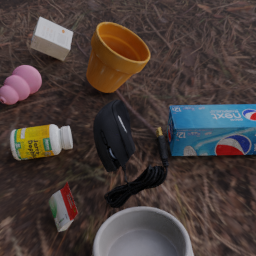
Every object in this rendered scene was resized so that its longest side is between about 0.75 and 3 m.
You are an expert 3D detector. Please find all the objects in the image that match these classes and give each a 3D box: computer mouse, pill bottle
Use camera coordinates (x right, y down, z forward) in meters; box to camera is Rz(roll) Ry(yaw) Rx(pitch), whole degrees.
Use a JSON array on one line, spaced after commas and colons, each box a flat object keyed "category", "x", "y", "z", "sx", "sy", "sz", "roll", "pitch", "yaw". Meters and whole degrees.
[{"category": "computer mouse", "x": -0.089, "y": 0.231, "z": 6.107, "sx": 0.611, "sy": 1.862, "sz": 2.653, "roll": 21, "pitch": 49, "yaw": -41}, {"category": "pill bottle", "x": -2.072, "y": 0.325, "z": 6.833, "sx": 1.352, "sy": 0.763, "sz": 0.763, "roll": -8, "pitch": 51, "yaw": -6}]

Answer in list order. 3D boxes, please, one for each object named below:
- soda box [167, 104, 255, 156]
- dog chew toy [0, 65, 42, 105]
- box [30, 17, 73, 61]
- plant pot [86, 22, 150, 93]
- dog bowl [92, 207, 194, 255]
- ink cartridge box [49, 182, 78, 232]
[{"category": "soda box", "x": 2.431, "y": 0.042, "z": 6.873, "sx": 2.825, "sy": 0.907, "sz": 0.958, "roll": -1, "pitch": 38, "yaw": 0}, {"category": "dog chew toy", "x": -3.118, "y": -1.185, "z": 7.992, "sx": 0.856, "sy": 0.856, "sz": 1.375, "roll": 21, "pitch": 50, "yaw": 16}, {"category": "box", "x": -2.499, "y": -2.908, "z": 9.205, "sx": 1.160, "sy": 0.617, "sz": 0.883, "roll": 19, "pitch": 54, "yaw": -27}, {"category": "plant pot", "x": -0.445, "y": -1.869, "z": 7.983, "sx": 1.634, "sy": 1.496, "sz": 1.634, "roll": 21, "pitch": 43, "yaw": -20}, {"category": "dog bowl", "x": 0.251, "y": 2.214, "z": 5.004, "sx": 1.935, "sy": 0.567, "sz": 1.935, "roll": -2, "pitch": 31, "yaw": 1}, {"category": "ink cartridge box", "x": -1.302, "y": 1.579, "z": 5.573, "sx": 0.215, "sy": 0.859, "sz": 0.691, "roll": -8, "pitch": 57, "yaw": -34}]
